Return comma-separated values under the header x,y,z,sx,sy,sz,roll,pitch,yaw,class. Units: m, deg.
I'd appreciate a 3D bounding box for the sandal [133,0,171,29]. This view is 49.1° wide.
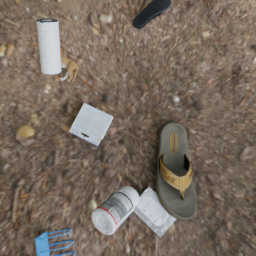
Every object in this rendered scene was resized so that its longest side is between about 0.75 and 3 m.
x,y,z,sx,sy,sz,roll,pitch,yaw,class
0.804,-3.930,9.554,1.462,0.350,0.549,-34,82,7,sandal

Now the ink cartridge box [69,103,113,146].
x,y,z,sx,sy,sz,roll,pitch,yaw,class
-1.160,-0.107,8.845,1.044,0.230,1.064,26,82,5,ink cartridge box

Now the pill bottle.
x,y,z,sx,sy,sz,roll,pitch,yaw,class
-0.250,1.828,6.372,0.630,0.630,1.106,48,39,8,pill bottle

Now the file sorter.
x,y,z,sx,sy,sz,roll,pitch,yaw,class
-1.934,3.618,7.759,0.886,1.002,1.444,-10,79,-6,file sorter

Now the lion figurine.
x,y,z,sx,sy,sz,roll,pitch,yaw,class
-2.128,-2.154,9.136,1.587,0.575,0.972,39,74,-7,lion figurine

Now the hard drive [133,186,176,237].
x,y,z,sx,sy,sz,roll,pitch,yaw,class
0.779,2.482,8.347,1.253,0.237,0.875,44,83,7,hard drive

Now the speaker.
x,y,z,sx,sy,sz,roll,pitch,yaw,class
-2.007,-2.055,7.149,0.532,0.532,1.311,3,118,1,speaker

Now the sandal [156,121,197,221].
x,y,z,sx,sy,sz,roll,pitch,yaw,class
1.478,1.185,8.251,1.208,0.807,2.956,3,77,-7,sandal
